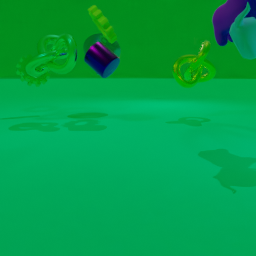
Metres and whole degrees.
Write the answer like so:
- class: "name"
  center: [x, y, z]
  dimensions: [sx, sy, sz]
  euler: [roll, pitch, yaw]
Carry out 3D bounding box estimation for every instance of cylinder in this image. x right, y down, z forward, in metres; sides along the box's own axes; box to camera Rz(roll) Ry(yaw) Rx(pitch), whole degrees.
- class: "cylinder"
  center: [-0.865, -2.263, 9.353]
  dimensions: [0.868, 0.868, 0.868]
  euler: [43, 23, 10]

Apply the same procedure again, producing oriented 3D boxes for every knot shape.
- class: "knot shape"
  center: [2.590, -2.377, 10.408]
  dimensions: [1.838, 1.720, 0.849]
  euler: [-4, 38, -37]
- class: "knot shape"
  center: [-2.657, -2.434, 9.623]
  dimensions: [1.921, 0.949, 2.053]
  euler: [-37, 40, -5]

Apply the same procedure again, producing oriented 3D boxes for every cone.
- class: "cone"
  center: [-1.165, -2.752, 11.641]
  dimensions: [1.631, 1.631, 1.637]
  euler: [1, 52, 3]

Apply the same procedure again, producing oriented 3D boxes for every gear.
- class: "gear"
  center: [-0.947, -3.864, 10.494]
  dimensions: [0.270, 1.457, 1.457]
  euler: [-37, 14, 0]
- class: "gear"
  center: [-3.825, -2.327, 11.353]
  dimensions: [1.316, 1.316, 0.243]
  euler: [-9, -12, -37]

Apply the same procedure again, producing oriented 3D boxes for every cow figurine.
- class: "cow figurine"
  center: [2.478, -2.796, 6.221]
  dimensions: [0.897, 1.608, 1.634]
  euler: [-26, 12, -25]

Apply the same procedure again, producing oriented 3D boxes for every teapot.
- class: "teapot"
  center: [2.275, -1.734, 5.198]
  dimensions: [0.616, 1.258, 0.782]
  euler: [-29, 42, 26]
